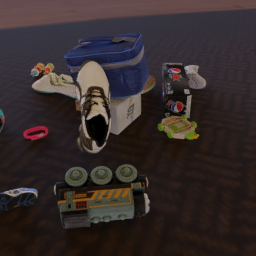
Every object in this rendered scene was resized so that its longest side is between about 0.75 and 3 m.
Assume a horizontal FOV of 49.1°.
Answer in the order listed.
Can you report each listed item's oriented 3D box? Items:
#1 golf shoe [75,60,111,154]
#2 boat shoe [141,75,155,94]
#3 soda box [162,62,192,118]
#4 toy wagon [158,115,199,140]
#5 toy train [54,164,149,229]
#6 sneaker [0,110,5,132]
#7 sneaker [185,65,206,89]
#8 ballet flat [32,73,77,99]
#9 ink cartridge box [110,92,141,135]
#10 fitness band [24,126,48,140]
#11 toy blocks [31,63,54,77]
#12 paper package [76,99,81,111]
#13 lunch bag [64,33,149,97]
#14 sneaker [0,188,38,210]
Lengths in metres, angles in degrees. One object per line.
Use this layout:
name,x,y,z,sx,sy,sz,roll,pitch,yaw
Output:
golf shoe,-0.793,-0.601,7.318,0.990,2.546,1.203,-2,-4,-23
boat shoe,0.093,-1.828,11.383,2.498,0.829,0.924,-22,40,-29
soda box,1.796,-1.519,10.754,0.915,1.022,2.888,0,35,5
toy wagon,1.717,0.037,9.142,1.102,0.281,1.420,-20,40,-26
toy train,-0.581,1.573,6.418,2.204,0.939,1.256,-3,47,-8
sneaker,-4.921,0.003,8.624,2.413,1.009,1.457,-26,32,-35
sneaker,2.877,-2.281,12.188,1.020,0.667,1.775,-25,38,-27
ballet flat,-2.809,-1.827,11.389,2.561,0.889,0.889,14,37,20
ink cartridge box,-0.376,-0.711,9.498,1.082,1.077,1.489,19,40,27
fitness band,-2.985,0.164,9.092,0.760,0.142,0.546,-17,35,-24
toy blocks,-4.003,-2.661,13.023,0.854,0.372,1.025,3,34,6
paper package,-1.464,-0.954,10.478,0.756,0.410,0.793,12,35,17
lunch bag,-0.722,-2.091,8.956,2.586,1.711,1.757,-1,33,17
sneaker,-2.703,1.681,6.706,1.107,0.419,0.426,-3,10,-3
